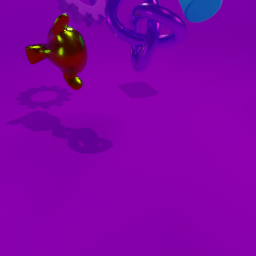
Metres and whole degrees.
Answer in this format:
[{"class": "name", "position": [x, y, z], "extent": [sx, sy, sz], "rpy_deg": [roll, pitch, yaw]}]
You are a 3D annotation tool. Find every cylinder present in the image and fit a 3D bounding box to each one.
[{"class": "cylinder", "position": [1.921, -3.658, 7.719], "extent": [1.023, 1.023, 1.023], "rpy_deg": [-9, 68, -13]}]

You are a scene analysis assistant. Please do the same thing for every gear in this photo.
[{"class": "gear", "position": [-1.245, -3.428, 7.231], "extent": [0.316, 1.708, 1.708], "rpy_deg": [-32, 9, 42]}]

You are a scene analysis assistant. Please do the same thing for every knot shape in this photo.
[{"class": "knot shape", "position": [0.222, -1.978, 5.294], "extent": [0.750, 1.520, 1.624], "rpy_deg": [-37, 3, -35]}]

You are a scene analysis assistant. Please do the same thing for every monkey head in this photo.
[{"class": "monkey head", "position": [-1.624, -1.750, 6.529], "extent": [1.312, 1.824, 1.099], "rpy_deg": [-25, 42, -22]}]
